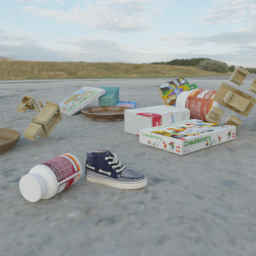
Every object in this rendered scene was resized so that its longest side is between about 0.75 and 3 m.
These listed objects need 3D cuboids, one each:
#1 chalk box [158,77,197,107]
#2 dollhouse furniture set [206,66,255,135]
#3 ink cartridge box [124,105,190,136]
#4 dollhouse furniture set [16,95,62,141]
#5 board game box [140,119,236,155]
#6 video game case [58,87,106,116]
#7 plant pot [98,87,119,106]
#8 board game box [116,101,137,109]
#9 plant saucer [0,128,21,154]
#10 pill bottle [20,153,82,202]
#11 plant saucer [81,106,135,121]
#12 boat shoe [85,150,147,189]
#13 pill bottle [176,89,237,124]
[{"bbox_3d":[2.899,-1.986,15.813,2.028,1.257,1.266,-17,27,3],"label":"chalk box"},{"bbox_3d":[4.634,-0.890,10.932,2.543,2.229,1.690,29,19,5],"label":"dollhouse furniture set"},{"bbox_3d":[1.152,-0.286,10.936,2.136,0.885,1.557,-10,16,-38],"label":"ink cartridge box"},{"bbox_3d":[-3.383,-0.181,9.808,1.453,0.914,1.643,16,49,13],"label":"dollhouse furniture set"},{"bbox_3d":[2.075,0.222,9.563,2.902,0.502,1.832,-11,16,-39],"label":"board game box"},{"bbox_3d":[-2.778,-1.573,15.674,2.450,0.270,2.230,-38,31,-25],"label":"video game case"},{"bbox_3d":[-1.176,-1.621,16.282,1.203,1.202,1.702,1,21,3],"label":"plant pot"},{"bbox_3d":[-0.112,-1.219,15.988,1.063,0.314,1.398,5,20,9],"label":"board game box"},{"bbox_3d":[-4.826,0.469,8.750,2.769,0.408,2.769,1,12,0],"label":"plant saucer"},{"bbox_3d":[-1.562,1.007,5.744,0.698,0.698,1.236,6,13,25],"label":"pill bottle"},{"bbox_3d":[-0.952,-0.727,13.932,2.694,0.432,2.694,1,13,0],"label":"plant saucer"},{"bbox_3d":[-0.304,0.890,6.241,1.502,0.697,0.561,4,14,19],"label":"boat shoe"},{"bbox_3d":[3.457,-0.997,12.722,1.491,1.491,2.658,-8,15,-30],"label":"pill bottle"}]
